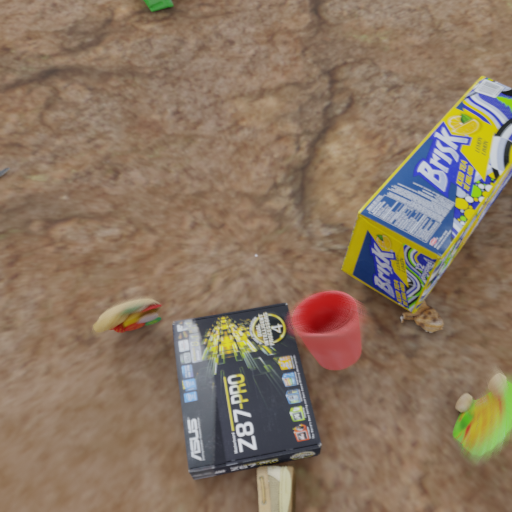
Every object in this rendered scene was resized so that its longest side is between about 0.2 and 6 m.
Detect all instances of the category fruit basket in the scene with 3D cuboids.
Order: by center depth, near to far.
[{"bbox_3d":[-2.467,-7.151,14.639,1.402,1.012,1.402,-7,64,14],"label":"fruit basket"}]

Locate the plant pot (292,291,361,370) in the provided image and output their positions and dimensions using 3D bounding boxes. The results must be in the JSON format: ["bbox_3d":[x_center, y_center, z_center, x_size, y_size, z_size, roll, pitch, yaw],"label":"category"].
[{"bbox_3d":[1.161,1.187,8.616,1.020,0.903,1.020,-17,32,11],"label":"plant pot"}]

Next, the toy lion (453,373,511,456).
[{"bbox_3d":[3.241,2.349,7.983,0.437,1.273,1.220,38,51,7],"label":"toy lion"}]

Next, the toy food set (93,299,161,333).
[{"bbox_3d":[-2.044,0.997,9.098,1.093,1.104,0.269,-20,73,-5],"label":"toy food set"}]

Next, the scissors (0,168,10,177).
[{"bbox_3d":[-5.759,-1.093,11.090,2.070,0.144,0.757,-29,59,-19],"label":"scissors"}]

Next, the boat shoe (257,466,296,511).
[{"bbox_3d":[0.193,3.820,7.564,0.611,0.675,1.895,0,49,9],"label":"boat shoe"}]

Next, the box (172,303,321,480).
[{"bbox_3d":[-0.205,2.028,8.733,1.953,0.595,2.422,-10,57,-3],"label":"box"}]

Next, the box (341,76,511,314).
[{"bbox_3d":[3.498,-1.268,10.088,1.511,1.646,4.699,33,58,20],"label":"box"}]

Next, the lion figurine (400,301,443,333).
[{"bbox_3d":[2.761,0.823,9.641,0.673,0.398,1.098,-9,58,-2],"label":"lion figurine"}]
